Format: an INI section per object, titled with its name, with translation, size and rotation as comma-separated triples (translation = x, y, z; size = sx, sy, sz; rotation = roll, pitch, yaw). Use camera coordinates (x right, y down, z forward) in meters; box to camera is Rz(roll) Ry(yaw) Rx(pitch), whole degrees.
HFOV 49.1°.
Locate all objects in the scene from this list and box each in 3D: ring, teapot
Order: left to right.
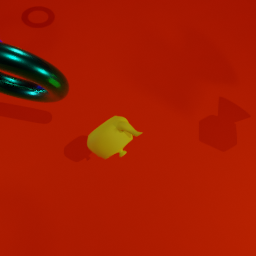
[ring]
translation = -2.096, -0.959, 5.056
size = 2.087, 2.087, 0.417
rotation = 11, 79, 6
[teapot]
translation = -0.253, 0.202, 5.008
size = 0.670, 1.369, 0.851
rotation = 53, 48, 0

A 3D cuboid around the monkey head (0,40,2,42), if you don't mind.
[monkey head]
translation = -3.258, -1.942, 6.009
size = 0.821, 0.980, 1.363
rotation = 17, 18, 1
